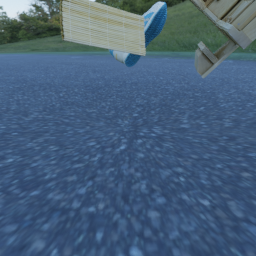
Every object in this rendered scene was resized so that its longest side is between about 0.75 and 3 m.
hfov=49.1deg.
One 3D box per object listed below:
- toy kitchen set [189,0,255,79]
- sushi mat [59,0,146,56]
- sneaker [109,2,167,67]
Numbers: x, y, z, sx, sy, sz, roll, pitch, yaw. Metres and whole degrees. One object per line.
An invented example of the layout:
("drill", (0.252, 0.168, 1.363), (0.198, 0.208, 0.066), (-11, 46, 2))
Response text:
("toy kitchen set", (1.878, -2.965, 7.151), (2.411, 2.181, 2.673), (40, 23, -12))
("sushi mat", (-0.508, -2.415, 6.674), (2.346, 1.122, 0.142), (-1, -5, -37))
("sneaker", (0.433, -3.839, 10.953), (1.182, 2.925, 1.119), (36, -6, 25))
